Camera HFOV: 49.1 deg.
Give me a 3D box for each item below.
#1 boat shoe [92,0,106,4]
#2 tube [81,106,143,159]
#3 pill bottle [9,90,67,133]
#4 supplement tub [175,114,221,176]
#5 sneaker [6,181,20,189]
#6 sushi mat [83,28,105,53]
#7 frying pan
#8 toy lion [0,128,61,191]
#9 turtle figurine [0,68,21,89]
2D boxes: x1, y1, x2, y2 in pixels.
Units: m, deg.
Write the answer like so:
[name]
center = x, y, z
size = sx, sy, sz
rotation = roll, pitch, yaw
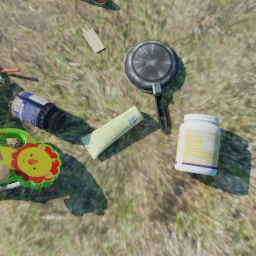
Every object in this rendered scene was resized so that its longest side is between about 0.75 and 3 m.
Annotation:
[boat shoe]
center = -1.275, -4.191, 8.680
size = 1.217, 0.381, 0.433
rotation = 19, 86, 3
[tube]
center = -0.443, 0.068, 8.208
size = 1.887, 0.490, 0.547
rotation = -36, 40, 0
[pill bottle]
center = -2.539, -0.444, 7.972
size = 1.469, 0.821, 0.821
rotation = 25, 84, 9
[supplement tub]
center = 1.957, 0.471, 7.789
size = 1.132, 1.132, 1.557
rotation = 9, 84, 1
[sneaker]
center = -3.823, 1.342, 7.799
size = 2.596, 0.919, 0.948
rotation = -15, 84, -2
[sushi mat]
center = -1.051, -2.713, 8.686
size = 0.365, 0.046, 0.763
rotation = -33, 85, -2
[frying pan]
center = 0.600, -1.386, 8.388
size = 1.701, 0.458, 2.812
rotation = 11, 81, 2
[toy lion]
center = -2.795, 0.788, 7.482
size = 1.842, 0.660, 1.922
rotation = -8, 55, -36
[turtle figurine]
center = -4.531, -1.060, 7.816
size = 2.748, 0.885, 2.216
rotation = 1, 73, -6
